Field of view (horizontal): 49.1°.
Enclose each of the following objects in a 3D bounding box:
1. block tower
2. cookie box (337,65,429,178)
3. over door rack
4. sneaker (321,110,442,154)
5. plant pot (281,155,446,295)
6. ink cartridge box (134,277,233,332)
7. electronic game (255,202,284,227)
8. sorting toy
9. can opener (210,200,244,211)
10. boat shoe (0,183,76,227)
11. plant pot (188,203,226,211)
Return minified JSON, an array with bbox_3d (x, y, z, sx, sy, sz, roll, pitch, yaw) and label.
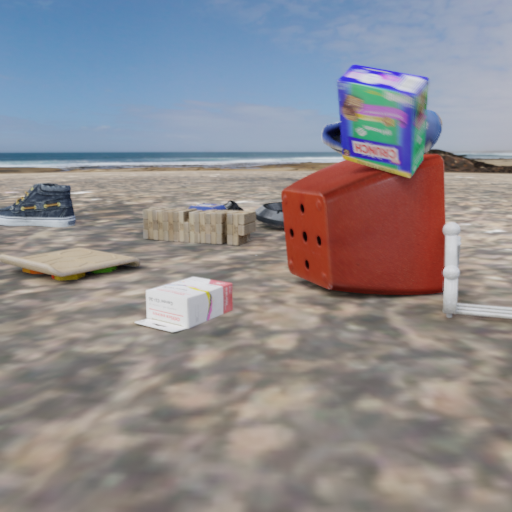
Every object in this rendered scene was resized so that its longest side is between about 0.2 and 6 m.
[{"bbox_3d":[-1.372,-0.700,12.817,2.651,0.716,0.766,4,11,22],"label":"block tower"},{"bbox_3d":[1.639,-1.740,7.279,1.061,1.241,0.466,22,55,31],"label":"cookie box"},{"bbox_3d":[3.908,0.073,7.834,2.517,1.135,3.407,5,12,19],"label":"over door rack"},{"bbox_3d":[1.985,-1.971,9.217,0.905,0.773,2.054,5,-5,-42],"label":"sneaker"},{"bbox_3d":[1.488,-0.420,8.491,1.771,2.009,2.008,-12,14,-21],"label":"plant pot"},{"bbox_3d":[-0.900,0.590,7.051,0.686,0.398,1.178,7,13,31],"label":"ink cartridge box"},{"bbox_3d":[1.172,-1.053,15.093,2.490,0.518,2.490,4,14,-1],"label":"electronic game"},{"bbox_3d":[-3.203,0.144,9.702,1.668,0.329,1.802,9,9,37],"label":"sorting toy"},{"bbox_3d":[-1.103,-1.396,17.326,1.649,0.648,0.523,5,51,38],"label":"can opener"},{"bbox_3d":[-6.182,-1.438,15.408,2.568,1.166,0.909,2,11,11],"label":"boat shoe"},{"bbox_3d":[-1.202,-0.890,13.724,0.834,0.750,0.834,5,13,24],"label":"plant pot"}]
